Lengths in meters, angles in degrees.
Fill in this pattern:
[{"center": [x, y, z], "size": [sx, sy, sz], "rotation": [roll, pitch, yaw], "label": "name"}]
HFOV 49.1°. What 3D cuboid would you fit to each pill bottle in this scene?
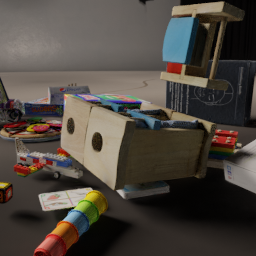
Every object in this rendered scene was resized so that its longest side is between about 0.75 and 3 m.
[{"center": [-4.628, -0.841, 11.030], "size": [1.099, 0.618, 0.618], "rotation": [0, 14, 2], "label": "pill bottle"}]

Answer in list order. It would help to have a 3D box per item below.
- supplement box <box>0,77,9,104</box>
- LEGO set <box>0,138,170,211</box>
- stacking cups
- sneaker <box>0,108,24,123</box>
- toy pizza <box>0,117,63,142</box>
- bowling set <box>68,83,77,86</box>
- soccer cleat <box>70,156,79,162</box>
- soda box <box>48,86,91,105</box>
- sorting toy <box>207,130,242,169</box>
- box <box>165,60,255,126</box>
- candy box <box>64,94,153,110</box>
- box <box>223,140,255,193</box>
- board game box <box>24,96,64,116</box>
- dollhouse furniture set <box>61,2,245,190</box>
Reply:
[{"center": [-5.680, -1.142, 9.564], "size": [2.097, 1.408, 2.095], "rotation": [-16, 13, 5], "label": "supplement box"}, {"center": [-0.919, 0.680, 4.926], "size": [2.707, 0.664, 2.022], "rotation": [-3, 13, -24], "label": "LEGO set"}, {"center": [-0.659, 1.236, 3.456], "size": [0.367, 0.367, 1.214], "rotation": [5, 20, 20], "label": "stacking cups"}, {"center": [-4.155, -0.422, 9.469], "size": [0.898, 0.551, 1.380], "rotation": [-1, 1, 32], "label": "sneaker"}, {"center": [-2.725, -0.025, 8.350], "size": [2.091, 0.331, 2.091], "rotation": [0, 14, 0], "label": "toy pizza"}, {"center": [-4.092, -2.972, 19.941], "size": [0.554, 0.427, 0.796], "rotation": [11, 17, 36], "label": "bowling set"}, {"center": [-0.644, 0.278, 6.327], "size": [0.548, 0.658, 1.622], "rotation": [25, 25, 36], "label": "soccer cleat"}, {"center": [-2.216, -1.246, 10.586], "size": [1.516, 0.517, 0.481], "rotation": [-5, 47, -22], "label": "soda box"}, {"center": [1.776, 0.360, 6.419], "size": [1.493, 0.523, 1.502], "rotation": [6, 16, 24], "label": "sorting toy"}, {"center": [2.921, -1.375, 10.082], "size": [2.827, 2.099, 1.514], "rotation": [9, 17, 30], "label": "box"}, {"center": [-0.737, -0.560, 9.052], "size": [2.411, 0.928, 2.038], "rotation": [-3, 14, -21], "label": "candy box"}, {"center": [3.242, 0.665, 4.315], "size": [2.001, 0.504, 2.772], "rotation": [-25, 25, -25], "label": "box"}, {"center": [-2.890, -1.018, 11.997], "size": [1.869, 0.476, 2.761], "rotation": [2, 14, 8], "label": "board game box"}, {"center": [0.281, -0.783, 5.102], "size": [2.086, 2.960, 2.074], "rotation": [1, 15, -37], "label": "dollhouse furniture set"}]
